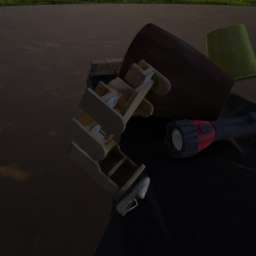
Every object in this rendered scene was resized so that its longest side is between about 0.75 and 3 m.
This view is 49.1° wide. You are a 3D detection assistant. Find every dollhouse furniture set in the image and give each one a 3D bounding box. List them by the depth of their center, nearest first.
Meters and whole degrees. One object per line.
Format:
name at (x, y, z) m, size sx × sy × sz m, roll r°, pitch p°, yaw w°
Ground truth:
dollhouse furniture set at (-0.062, 0.114, 5.347) m, size 1.436 × 2.162 × 1.895 m, roll 40°, pitch 39°, yaw 7°

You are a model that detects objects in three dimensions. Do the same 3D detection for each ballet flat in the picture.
ballet flat at (0.150, 1.303, 5.292) m, size 0.865 × 0.292 × 0.270 m, roll -44°, pitch 61°, yaw -1°

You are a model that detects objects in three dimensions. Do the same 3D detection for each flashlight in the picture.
flashlight at (2.322, 0.129, 7.142) m, size 2.769 × 0.941 × 0.937 m, roll -7°, pitch 24°, yaw -24°

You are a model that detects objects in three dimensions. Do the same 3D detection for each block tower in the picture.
block tower at (-0.713, -2.801, 12.709) m, size 2.107 × 0.609 × 0.569 m, roll -11°, pitch 30°, yaw -17°

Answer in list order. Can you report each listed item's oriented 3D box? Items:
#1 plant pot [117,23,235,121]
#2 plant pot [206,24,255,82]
plant pot at (1.514, -1.294, 8.328) m, size 2.870 × 2.682 × 2.682 m, roll 26°, pitch 35°, yaw 14°
plant pot at (3.657, -2.619, 10.146) m, size 2.056 × 1.890 × 2.056 m, roll -12°, pitch 3°, yaw 1°
